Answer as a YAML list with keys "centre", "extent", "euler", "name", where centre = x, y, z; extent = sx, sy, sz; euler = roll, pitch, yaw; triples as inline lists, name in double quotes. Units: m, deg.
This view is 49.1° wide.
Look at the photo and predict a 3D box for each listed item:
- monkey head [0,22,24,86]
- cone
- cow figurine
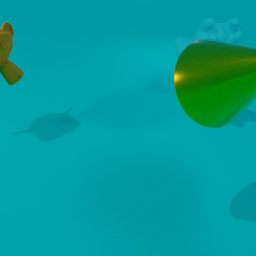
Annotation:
- centre: [-3.270, -1.728, 6.798]
  extent: [1.171, 1.398, 1.943]
  euler: [22, 64, 42]
  name: "monkey head"
- centre: [1.543, -0.719, 3.635]
  extent: [1.362, 1.362, 1.368]
  euler: [-20, 4, -23]
  name: "cone"
- centre: [1.966, -2.160, 7.134]
  extent: [1.500, 1.476, 0.823]
  euler: [-7, 81, -11]
  name: "cow figurine"
